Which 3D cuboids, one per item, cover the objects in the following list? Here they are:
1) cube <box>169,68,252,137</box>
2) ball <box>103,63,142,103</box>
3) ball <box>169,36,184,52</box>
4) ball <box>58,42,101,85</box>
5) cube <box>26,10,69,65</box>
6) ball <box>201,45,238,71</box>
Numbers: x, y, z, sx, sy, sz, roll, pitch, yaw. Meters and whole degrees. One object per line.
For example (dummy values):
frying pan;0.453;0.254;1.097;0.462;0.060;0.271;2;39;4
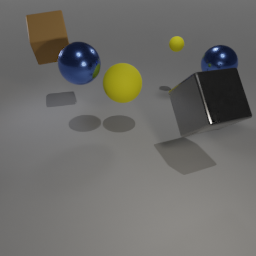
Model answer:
cube;2.179;-0.668;7.626;1.400;1.400;1.400;-11;-9;-23
ball;-0.196;-1.591;9.957;1.400;1.400;1.400;0;29;0
ball;2.279;-3.931;13.127;0.700;0.700;0.700;0;29;0
ball;-1.601;-2.126;9.257;1.400;1.400;1.400;0;29;0
cube;-3.141;-3.611;11.246;1.400;1.400;1.400;-12;67;-8
ball;3.569;-2.523;10.959;1.400;1.400;1.400;0;29;0
